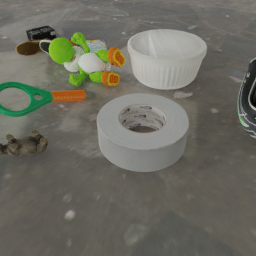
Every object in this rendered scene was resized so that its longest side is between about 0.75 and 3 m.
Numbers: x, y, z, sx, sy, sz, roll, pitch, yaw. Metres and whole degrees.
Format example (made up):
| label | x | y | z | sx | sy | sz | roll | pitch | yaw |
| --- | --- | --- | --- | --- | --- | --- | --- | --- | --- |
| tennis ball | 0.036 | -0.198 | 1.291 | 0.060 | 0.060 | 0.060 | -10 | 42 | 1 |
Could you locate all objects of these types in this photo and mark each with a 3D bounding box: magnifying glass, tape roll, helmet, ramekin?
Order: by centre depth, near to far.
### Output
| label | x | y | z | sx | sy | sz | roll | pitch | yaw |
| --- | --- | --- | --- | --- | --- | --- | --- | --- | --- |
| helmet | 3.762 | -0.569 | 6.841 | 2.229 | 2.125 | 2.229 | 4 | -4 | 0 |
| tape roll | 0.371 | 0.023 | 7.209 | 2.309 | 0.763 | 2.309 | 0 | 38 | 0 |
| magnifying glass | -2.500 | -0.879 | 8.104 | 2.681 | 0.300 | 1.067 | -9 | 64 | -32 |
| ramekin | 1.303 | -2.399 | 9.805 | 2.661 | 1.239 | 2.661 | 0 | 39 | 0 |

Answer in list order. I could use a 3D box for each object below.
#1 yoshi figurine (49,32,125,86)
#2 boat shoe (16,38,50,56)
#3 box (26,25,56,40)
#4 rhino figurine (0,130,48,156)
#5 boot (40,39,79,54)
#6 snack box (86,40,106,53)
| label | x | y | z | sx | sy | sz | roll | pitch | yaw |
| --- | --- | --- | --- | --- | --- | --- | --- | --- | --- |
| yoshi figurine | -1.635 | -2.377 | 9.624 | 2.815 | 1.576 | 1.582 | 20 | 50 | 27 |
| boat shoe | -3.978 | -3.404 | 11.664 | 1.548 | 0.559 | 0.557 | -31 | 36 | -33 |
| box | -3.946 | -4.263 | 12.745 | 1.090 | 0.430 | 0.770 | -25 | 49 | -27 |
| rhino figurine | -2.687 | 0.441 | 6.726 | 1.558 | 0.681 | 0.466 | -9 | 68 | -10 |
| boot | -2.849 | -3.508 | 11.764 | 1.497 | 0.542 | 1.080 | 10 | 39 | 0 |
| snack box | -1.346 | -3.376 | 11.740 | 0.801 | 0.321 | 0.949 | -7 | 41 | -10 |
